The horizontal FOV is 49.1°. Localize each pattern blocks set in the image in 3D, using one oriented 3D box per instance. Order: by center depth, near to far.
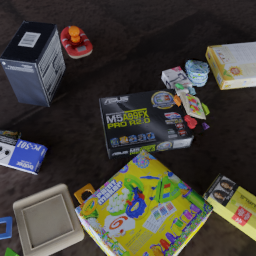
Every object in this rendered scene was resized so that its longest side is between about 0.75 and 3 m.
[{"bbox_3d":[2.106,-0.729,9.100,1.565,0.144,1.780,3,55,-40],"label":"pattern blocks set"}]

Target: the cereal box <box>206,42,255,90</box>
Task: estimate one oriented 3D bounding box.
[{"bbox_3d":[4.563,-2.429,10.619,2.721,0.538,1.958,-5,54,-4],"label":"cereal box"}]

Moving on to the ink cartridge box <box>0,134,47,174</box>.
[{"bbox_3d":[-3.383,0.723,8.249,1.773,0.392,0.834,14,71,7],"label":"ink cartridge box"}]

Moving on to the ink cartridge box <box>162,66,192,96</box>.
[{"bbox_3d":[1.762,-1.684,10.145,0.715,0.416,0.987,-19,58,-12],"label":"ink cartridge box"}]

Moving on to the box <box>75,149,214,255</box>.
[{"bbox_3d":[0.372,2.160,6.744,2.280,1.391,2.196,-38,62,-23],"label":"box"}]

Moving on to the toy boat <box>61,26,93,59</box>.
[{"bbox_3d":[-2.102,-3.600,11.173,1.027,1.029,1.574,-22,57,-15],"label":"toy boat"}]

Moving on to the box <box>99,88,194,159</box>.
[{"bbox_3d":[0.502,-0.199,8.969,2.614,0.579,2.094,-8,54,-6],"label":"box"}]

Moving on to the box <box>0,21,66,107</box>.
[{"bbox_3d":[-3.097,-2.146,9.507,1.242,2.000,2.016,8,54,6],"label":"box"}]

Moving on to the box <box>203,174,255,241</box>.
[{"bbox_3d":[3.087,2.196,7.234,2.230,0.559,0.839,36,61,23],"label":"box"}]

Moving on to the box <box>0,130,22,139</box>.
[{"bbox_3d":[-3.934,0.386,8.792,0.981,0.185,0.670,2,54,2],"label":"box"}]

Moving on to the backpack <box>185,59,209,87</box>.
[{"bbox_3d":[2.529,-2.025,10.251,0.902,0.850,1.106,12,65,2],"label":"backpack"}]

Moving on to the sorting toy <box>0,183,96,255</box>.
[{"bbox_3d":[-2.032,2.404,7.221,2.810,0.383,1.582,-20,61,-14],"label":"sorting toy"}]
